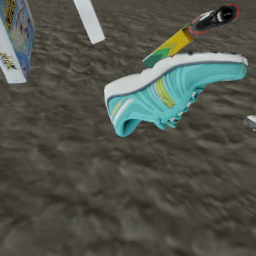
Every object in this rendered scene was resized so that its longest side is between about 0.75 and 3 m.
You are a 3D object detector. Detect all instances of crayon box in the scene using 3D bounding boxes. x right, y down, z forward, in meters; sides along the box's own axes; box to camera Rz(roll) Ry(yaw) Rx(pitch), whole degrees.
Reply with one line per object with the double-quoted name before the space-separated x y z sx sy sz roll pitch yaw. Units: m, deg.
"crayon box" 1.032 -1.885 6.538 0.337 1.326 0.842 53 28 -4

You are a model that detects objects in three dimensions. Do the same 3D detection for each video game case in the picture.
"video game case" -1.290 -1.186 3.076 0.233 0.929 1.025 -5 56 -3

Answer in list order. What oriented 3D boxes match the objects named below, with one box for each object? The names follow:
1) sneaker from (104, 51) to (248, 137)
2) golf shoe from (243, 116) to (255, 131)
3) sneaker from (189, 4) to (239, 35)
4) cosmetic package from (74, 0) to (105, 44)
"sneaker" 0.490 -0.353 3.200 1.784 0.710 0.691 -18 -12 39
"golf shoe" 2.260 -0.155 3.899 1.221 0.577 0.475 6 13 6
"sneaker" 2.425 -3.094 7.976 1.469 0.519 0.718 -18 13 20
"cosmetic package" -1.203 -3.423 8.300 0.443 1.750 0.722 -22 20 3
